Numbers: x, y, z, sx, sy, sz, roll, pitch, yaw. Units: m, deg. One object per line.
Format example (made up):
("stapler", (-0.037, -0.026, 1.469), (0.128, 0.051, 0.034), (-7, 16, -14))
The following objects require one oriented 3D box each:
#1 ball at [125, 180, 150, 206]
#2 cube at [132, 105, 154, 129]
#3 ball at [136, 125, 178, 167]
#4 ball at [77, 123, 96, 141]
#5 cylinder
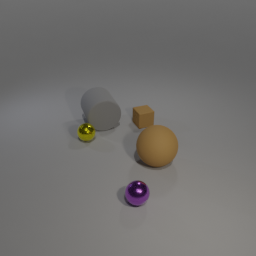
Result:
("ball", (0.265, 1.837, 7.934), (0.700, 0.700, 0.700), (0, 31, 0))
("cube", (0.642, -0.481, 11.848), (0.700, 0.700, 0.700), (-12, 33, -20))
("ball", (0.974, 0.595, 9.372), (1.400, 1.400, 1.400), (0, 31, 0))
("ball", (-1.594, 0.155, 10.737), (0.700, 0.700, 0.700), (0, 31, 0))
("cylinder", (-1.153, -0.811, 11.687), (1.400, 1.400, 1.400), (-10, 34, -17))
